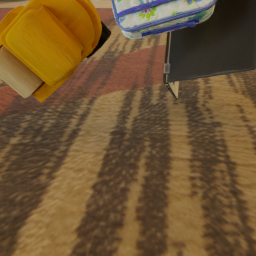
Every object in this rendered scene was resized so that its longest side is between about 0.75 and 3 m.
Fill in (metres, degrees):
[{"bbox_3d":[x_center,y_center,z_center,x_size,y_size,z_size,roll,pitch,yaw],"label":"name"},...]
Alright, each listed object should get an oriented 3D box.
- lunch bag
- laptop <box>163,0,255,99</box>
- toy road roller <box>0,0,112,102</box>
[{"bbox_3d":[0.461,-1.895,3.855,1.416,1.138,0.584,-10,-1,12],"label":"lunch bag"},{"bbox_3d":[1.480,-1.856,5.122,1.435,2.319,2.476,5,-4,17],"label":"laptop"},{"bbox_3d":[-1.779,-1.569,5.602,2.791,1.715,2.037,-35,27,23],"label":"toy road roller"}]
